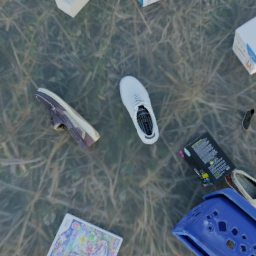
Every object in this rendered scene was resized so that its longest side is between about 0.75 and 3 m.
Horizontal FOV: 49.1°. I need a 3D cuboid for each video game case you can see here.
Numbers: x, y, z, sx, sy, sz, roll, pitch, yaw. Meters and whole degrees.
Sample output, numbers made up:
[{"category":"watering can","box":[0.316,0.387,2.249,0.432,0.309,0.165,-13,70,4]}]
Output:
[{"category":"video game case","box":[-1.461,4.083,9.570,2.153,0.194,1.542,22,77,6]}]

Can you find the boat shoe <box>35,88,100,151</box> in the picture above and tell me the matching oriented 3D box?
[{"category":"boat shoe","box":[-2.385,-0.329,10.290,2.927,1.053,0.948,40,74,3]}]

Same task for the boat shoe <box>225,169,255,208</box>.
[{"category":"boat shoe","box":[4.503,2.294,9.748,2.408,0.754,0.857,40,77,8]}]

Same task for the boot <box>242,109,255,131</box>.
[{"category":"boot","box":[4.539,-0.328,10.535,0.298,0.533,0.770,9,77,1]}]

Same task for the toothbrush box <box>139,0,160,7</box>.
[{"category":"toothbrush box","box":[0.796,-6.065,11.983,1.024,0.597,1.399,-25,77,-6]}]

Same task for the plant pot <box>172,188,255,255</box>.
[{"category":"plant pot","box":[3.004,3.225,8.777,2.279,2.279,2.049,41,74,11]}]

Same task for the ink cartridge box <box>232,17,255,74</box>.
[{"category":"ink cartridge box","box":[4.906,-3.123,10.396,1.387,1.917,1.411,-31,78,12]}]

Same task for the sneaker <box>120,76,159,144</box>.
[{"category":"sneaker","box":[0.476,-0.795,10.413,1.026,0.994,2.808,-23,77,-6]}]

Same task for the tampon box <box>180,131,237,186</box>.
[{"category":"tampon box","box":[2.737,1.112,9.827,0.987,1.172,1.564,-34,78,-8]}]

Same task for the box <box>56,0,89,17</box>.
[{"category":"box","box":[-2.016,-5.897,11.852,0.929,0.773,2.261,34,78,8]}]
